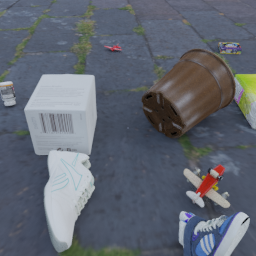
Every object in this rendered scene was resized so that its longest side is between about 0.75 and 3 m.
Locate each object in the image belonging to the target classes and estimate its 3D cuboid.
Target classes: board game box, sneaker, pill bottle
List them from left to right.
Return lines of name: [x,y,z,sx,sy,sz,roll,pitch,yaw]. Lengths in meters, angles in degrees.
pill bottle: [-4.483,-1.281,10.454,0.487,0.837,0.487,-5,19,2]
sneaker: [-1.376,1.509,6.753,1.164,1.022,2.905,-3,37,-9]
sneaker: [1.522,1.986,5.567,0.673,1.669,1.222,-17,42,-38]
board game box: [5.370,-4.229,14.818,1.061,0.301,0.877,4,37,5]

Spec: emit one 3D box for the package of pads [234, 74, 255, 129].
package of pads: [5.084,-1.043,10.138,2.084,0.920,2.697,-1,37,-2]

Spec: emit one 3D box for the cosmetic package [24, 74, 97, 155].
cosmetic package: [-1.939,-0.451,8.708,1.708,1.709,2.072,2,38,1]

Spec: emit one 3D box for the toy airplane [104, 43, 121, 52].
toy airplane: [-0.730,-4.278,14.967,1.027,0.189,1.027,2,38,-2]

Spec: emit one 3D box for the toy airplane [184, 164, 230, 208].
toy airplane: [1.960,1.485,6.999,1.043,0.739,1.047,-11,75,22]

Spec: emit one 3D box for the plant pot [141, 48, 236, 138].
plant pot: [1.815,-1.008,9.120,2.303,2.326,2.326,-38,50,-24]
